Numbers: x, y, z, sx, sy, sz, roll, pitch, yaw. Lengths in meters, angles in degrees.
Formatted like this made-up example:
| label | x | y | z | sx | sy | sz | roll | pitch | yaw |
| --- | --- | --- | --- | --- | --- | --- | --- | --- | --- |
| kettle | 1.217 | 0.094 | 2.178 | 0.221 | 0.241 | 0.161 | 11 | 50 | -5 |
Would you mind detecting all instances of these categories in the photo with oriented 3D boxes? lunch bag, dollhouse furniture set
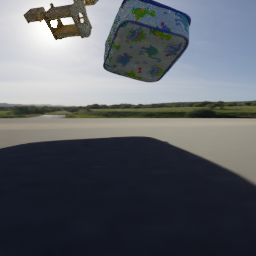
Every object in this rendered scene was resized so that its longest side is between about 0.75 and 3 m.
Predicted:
| label | x | y | z | sx | sy | sz | roll | pitch | yaw |
| --- | --- | --- | --- | --- | --- | --- | --- | --- | --- |
| lunch bag | 0.465 | -2.319 | 7.871 | 2.051 | 1.052 | 2.551 | 12 | -22 | -13 |
| dollhouse furniture set | -2.015 | -3.784 | 9.323 | 1.969 | 1.742 | 1.095 | 7 | -39 | 29 |
